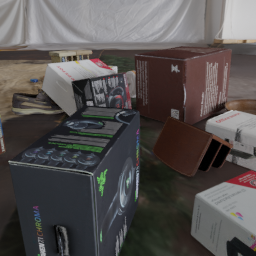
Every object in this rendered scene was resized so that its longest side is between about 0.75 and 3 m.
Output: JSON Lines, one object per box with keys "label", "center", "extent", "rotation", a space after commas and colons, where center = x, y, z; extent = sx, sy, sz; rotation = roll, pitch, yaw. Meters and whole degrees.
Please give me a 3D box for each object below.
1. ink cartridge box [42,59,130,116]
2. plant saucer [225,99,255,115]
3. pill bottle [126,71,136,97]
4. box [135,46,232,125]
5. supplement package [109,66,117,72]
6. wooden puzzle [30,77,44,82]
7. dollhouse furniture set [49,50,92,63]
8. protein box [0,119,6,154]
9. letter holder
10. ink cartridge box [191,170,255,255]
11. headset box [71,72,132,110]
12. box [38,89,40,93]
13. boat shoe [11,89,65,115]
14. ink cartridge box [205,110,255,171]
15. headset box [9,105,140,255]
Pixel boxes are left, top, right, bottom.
{"label": "ink cartridge box", "center": [-1.658, -1.715, 11.431], "extent": [2.142, 1.243, 2.902], "rotation": [41, 38, 21]}
{"label": "plant saucer", "center": [4.935, -0.432, 10.102], "extent": [2.856, 0.522, 2.856], "rotation": [3, 21, -1]}
{"label": "pill bottle", "center": [0.993, -2.258, 13.857], "extent": [2.252, 1.262, 1.262], "rotation": [-12, 24, -30]}
{"label": "box", "center": [2.107, -1.746, 10.765], "extent": [2.905, 2.410, 2.385], "rotation": [-21, 29, -38]}
{"label": "supplement package", "center": [-1.278, -3.173, 16.698], "extent": [0.901, 0.894, 1.187], "rotation": [8, 23, 20]}
{"label": "wooden puzzle", "center": [-4.538, -3.062, 17.254], "extent": [2.566, 0.300, 1.731], "rotation": [-14, 25, -31]}
{"label": "dollhouse furniture set", "center": [-2.231, -2.754, 14.031], "extent": [2.031, 2.042, 2.898], "rotation": [-19, 27, -40]}
{"label": "protein box", "center": [-4.941, 0.181, 7.121], "extent": [2.303, 1.565, 2.320], "rotation": [9, 23, 21]}
{"label": "letter holder", "center": [1.589, 0.574, 7.346], "extent": [0.861, 1.217, 1.712], "rotation": [24, 3, -34]}
{"label": "ink cartridge box", "center": [2.297, 1.656, 4.282], "extent": [1.550, 0.881, 2.127], "rotation": [-13, 25, -30]}
{"label": "headset box", "center": [-0.736, -0.971, 9.679], "extent": [0.851, 1.686, 2.268], "rotation": [-2, 14, 34]}
{"label": "box", "center": [-3.408, -1.335, 12.353], "extent": [1.016, 0.641, 1.034], "rotation": [-5, 22, -18]}
{"label": "boat shoe", "center": [-3.397, -1.098, 11.302], "extent": [2.542, 0.932, 0.947], "rotation": [-6, 22, -14]}
{"label": "ink cartridge box", "center": [3.465, 0.357, 7.525], "extent": [1.682, 0.949, 2.291], "rotation": [-18, 28, -39]}
{"label": "headset box", "center": [-0.609, 0.992, 4.339], "extent": [1.103, 2.071, 2.379], "rotation": [6, 22, 14]}
